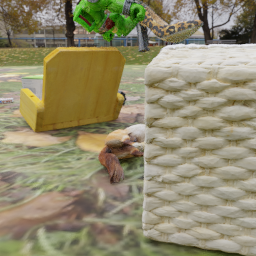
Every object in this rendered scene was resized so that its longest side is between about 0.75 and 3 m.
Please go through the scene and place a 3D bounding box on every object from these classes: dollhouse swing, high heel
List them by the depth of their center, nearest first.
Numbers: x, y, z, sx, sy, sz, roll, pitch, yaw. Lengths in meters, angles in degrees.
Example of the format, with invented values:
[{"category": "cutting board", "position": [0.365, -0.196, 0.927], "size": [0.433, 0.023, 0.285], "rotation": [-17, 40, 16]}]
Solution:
[{"category": "dollhouse swing", "position": [-1.848, -1.500, 9.184], "size": [2.947, 2.590, 2.678], "rotation": [-11, 28, -32]}, {"category": "high heel", "position": [1.283, -3.832, 9.628], "size": [2.562, 1.826, 0.915], "rotation": [-8, -3, 37]}]

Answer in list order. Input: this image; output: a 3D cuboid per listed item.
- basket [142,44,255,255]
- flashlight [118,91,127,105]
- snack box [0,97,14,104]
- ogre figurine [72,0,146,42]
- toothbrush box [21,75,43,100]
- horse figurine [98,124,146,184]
[{"category": "basket", "position": [1.471, 0.142, 3.856], "size": [2.492, 2.470, 2.004], "rotation": [5, 18, 16]}, {"category": "flashlight", "position": [-1.005, -1.497, 12.901], "size": [2.039, 0.693, 0.690], "rotation": [7, -17, 40]}, {"category": "snack box", "position": [-6.188, -1.230, 12.998], "size": [1.556, 0.189, 0.559], "rotation": [-13, 20, -39]}, {"category": "ogre figurine", "position": [-0.670, -3.257, 8.086], "size": [1.563, 1.279, 2.607], "rotation": [20, 15, -26]}, {"category": "toothbrush box", "position": [-2.908, -1.757, 12.079], "size": [1.879, 1.111, 2.580], "rotation": [8, 17, 29]}, {"category": "horse figurine", "position": [0.377, 0.298, 6.321], "size": [2.922, 0.729, 1.936], "rotation": [-21, 13, -39]}]
